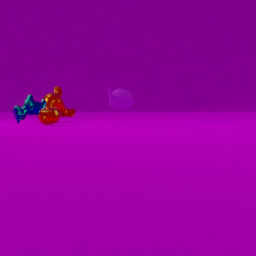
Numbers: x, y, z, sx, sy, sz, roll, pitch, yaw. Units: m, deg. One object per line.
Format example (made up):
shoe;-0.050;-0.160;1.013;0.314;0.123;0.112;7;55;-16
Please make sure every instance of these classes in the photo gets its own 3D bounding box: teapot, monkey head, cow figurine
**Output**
teapot;-0.279;-1.085;9.948;0.864;0.680;1.390;-17;-24;40
monkey head;-2.863;-0.898;11.464;1.316;1.102;1.829;1;43;4
cow figurine;-3.524;-0.612;10.091;1.159;1.140;0.636;17;-34;-30
teapot;-2.503;-0.421;8.791;0.694;0.547;1.117;3;23;18
